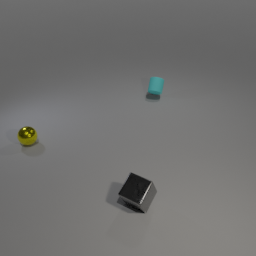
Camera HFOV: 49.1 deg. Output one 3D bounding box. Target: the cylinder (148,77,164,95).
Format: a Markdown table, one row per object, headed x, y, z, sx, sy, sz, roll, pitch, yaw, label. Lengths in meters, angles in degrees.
| x | y | z | sx | sy | sz | roll | pitch | yaw | label |
| --- | --- | --- | --- | --- | --- | --- | --- | --- | --- |
| 1.362 | -2.046 | 13.615 | 0.700 | 0.700 | 0.700 | 11 | -5 | 1 | cylinder |

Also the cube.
| x | y | z | sx | sy | sz | roll | pitch | yaw | label |
| --- | --- | --- | --- | --- | --- | --- | --- | --- | --- |
| 0.274 | 1.739 | 7.526 | 0.700 | 0.700 | 0.700 | 18 | 64 | 28 | cube |

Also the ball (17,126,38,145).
| x | y | z | sx | sy | sz | roll | pitch | yaw | label |
| --- | --- | --- | --- | --- | --- | --- | --- | --- | --- |
| -3.664 | 0.284 | 10.210 | 0.700 | 0.700 | 0.700 | 0 | 30 | 0 | ball |
